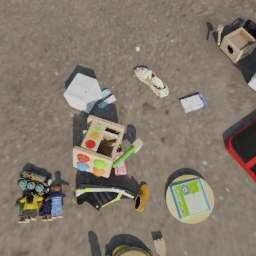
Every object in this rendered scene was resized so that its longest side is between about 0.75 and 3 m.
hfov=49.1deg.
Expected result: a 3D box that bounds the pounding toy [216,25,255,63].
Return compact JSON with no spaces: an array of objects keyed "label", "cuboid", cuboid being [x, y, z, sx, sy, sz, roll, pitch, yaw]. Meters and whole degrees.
[{"label":"pounding toy","cuboid":[4.332,-3.649,11.999,1.446,0.753,1.646,-31,70,-13]}]

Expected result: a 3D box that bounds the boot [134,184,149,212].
[{"label":"boot","cuboid":[0.450,2.304,9.405,0.345,0.702,0.980,5,67,16]}]

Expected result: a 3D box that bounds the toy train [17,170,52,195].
[{"label":"toy train","cuboid":[-3.251,1.885,9.759,1.146,0.488,0.653,13,58,6]}]

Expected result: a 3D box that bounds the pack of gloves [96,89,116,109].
[{"label":"pack of gloves","cuboid":[-0.947,-1.154,11.276,0.786,0.155,0.660,-31,69,-2]}]

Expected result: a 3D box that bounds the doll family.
[{"label":"doll family","cuboid":[-2.891,2.510,9.376,1.876,0.736,1.084,-2,62,-6]}]

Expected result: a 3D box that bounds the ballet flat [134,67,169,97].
[{"label":"ballet flat","cuboid":[0.988,-1.993,11.375,0.689,0.582,1.822,-41,72,-17]}]

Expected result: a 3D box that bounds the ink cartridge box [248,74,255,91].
[{"label":"ink cartridge box","cuboid":[6.243,-2.170,10.808,2.774,1.737,1.783,-39,72,-16]}]

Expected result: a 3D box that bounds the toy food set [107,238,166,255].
[{"label":"toy food set","cuboid":[0.121,4.465,8.657,2.433,0.488,1.680,-9,70,-16]}]

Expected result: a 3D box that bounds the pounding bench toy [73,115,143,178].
[{"label":"pounding bench toy","cuboid":[-0.659,0.828,9.507,2.065,1.283,1.610,18,55,2]}]

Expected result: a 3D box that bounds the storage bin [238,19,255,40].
[{"label":"storage bin","cuboid":[5.452,-4.183,12.370,0.745,0.516,1.102,-40,73,-16]}]

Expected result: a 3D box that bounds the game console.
[{"label":"game console","cuboid":[5.141,0.740,10.339,2.495,0.387,2.206,-33,74,-13]}]

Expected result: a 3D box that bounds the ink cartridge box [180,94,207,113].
[{"label":"ink cartridge box","cuboid":[2.598,-0.984,11.147,0.916,0.192,0.547,-19,68,-5]}]

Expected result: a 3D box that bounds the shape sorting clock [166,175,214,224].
[{"label":"shape sorting clock","cuboid":[2.110,2.419,9.580,1.614,0.317,1.614,-1,71,2]}]

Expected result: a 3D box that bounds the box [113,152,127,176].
[{"label":"box","cuboid":[-0.305,1.289,10.049,0.403,0.372,0.786,-8,67,-3]}]

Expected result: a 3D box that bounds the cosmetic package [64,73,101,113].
[{"label":"cosmetic package","cuboid":[-1.731,-1.342,10.864,0.905,0.899,1.081,22,68,17]}]

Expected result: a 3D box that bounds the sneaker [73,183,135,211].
[{"label":"sneaker","cuboid":[-0.816,2.373,9.480,2.077,0.745,0.860,3,80,9]}]
